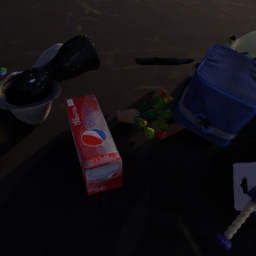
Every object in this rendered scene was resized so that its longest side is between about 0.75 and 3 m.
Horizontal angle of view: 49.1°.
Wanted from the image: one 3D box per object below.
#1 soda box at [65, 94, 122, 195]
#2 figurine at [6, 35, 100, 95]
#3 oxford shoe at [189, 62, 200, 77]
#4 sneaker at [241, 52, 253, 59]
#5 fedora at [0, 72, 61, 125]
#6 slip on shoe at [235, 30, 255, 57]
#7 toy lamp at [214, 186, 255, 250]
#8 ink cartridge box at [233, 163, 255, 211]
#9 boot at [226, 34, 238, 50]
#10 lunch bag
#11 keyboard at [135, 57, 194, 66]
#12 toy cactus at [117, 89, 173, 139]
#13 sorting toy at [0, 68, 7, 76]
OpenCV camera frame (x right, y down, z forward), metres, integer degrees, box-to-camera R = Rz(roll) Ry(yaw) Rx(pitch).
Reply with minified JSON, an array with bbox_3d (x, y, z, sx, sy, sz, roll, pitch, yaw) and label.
[{"bbox_3d":[-0.853,0.278,6.569,0.787,0.869,2.481,-12,43,-13],"label":"soda box"},{"bbox_3d":[-2.473,-1.685,8.279,2.441,1.077,2.501,-36,25,-28],"label":"figurine"},{"bbox_3d":[2.754,-1.698,9.127,1.669,0.482,0.628,33,48,29],"label":"oxford shoe"},{"bbox_3d":[3.981,-2.026,9.276,0.475,0.762,1.292,-4,43,-7],"label":"sneaker"},{"bbox_3d":[-2.701,-0.746,7.717,1.760,0.898,1.990,-23,45,-24],"label":"fedora"},{"bbox_3d":[5.316,-3.313,10.770,2.718,1.007,0.832,-17,8,-9],"label":"slip on shoe"},{"bbox_3d":[2.029,1.533,4.934,1.282,0.373,0.373,-53,53,5],"label":"toy lamp"},{"bbox_3d":[3.085,1.324,5.325,2.046,0.690,1.192,1,43,18],"label":"ink cartridge box"},{"bbox_3d":[3.902,-3.155,10.543,0.365,0.780,1.004,20,45,21],"label":"boot"},{"bbox_3d":[2.317,-0.748,7.185,1.710,1.665,2.516,31,47,8],"label":"lunch bag"},{"bbox_3d":[1.096,-2.100,8.899,1.939,0.249,1.164,-10,16,-42],"label":"keyboard"},{"bbox_3d":[0.435,-0.365,7.453,1.469,0.910,1.780,-1,48,14],"label":"toy cactus"},{"bbox_3d":[-4.391,-1.684,8.468,1.437,0.196,0.809,5,31,-5],"label":"sorting toy"}]
